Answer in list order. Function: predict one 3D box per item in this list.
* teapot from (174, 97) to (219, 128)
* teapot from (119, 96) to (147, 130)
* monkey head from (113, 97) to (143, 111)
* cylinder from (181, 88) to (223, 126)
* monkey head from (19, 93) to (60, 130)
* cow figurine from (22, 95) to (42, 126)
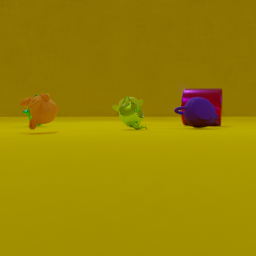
[{"bbox_3d":[2.104,-0.390,8.262,1.524,0.947,0.746,12,-27,-9],"label":"teapot"},{"bbox_3d":[0.147,-0.360,7.654,0.579,1.182,0.735,-37,-25,25],"label":"teapot"},{"bbox_3d":[0.090,-0.865,12.846,1.489,1.071,0.897,-13,24,-9],"label":"monkey head"},{"bbox_3d":[2.762,-0.771,10.399,1.381,1.381,1.381,2,3,19],"label":"cylinder"},{"bbox_3d":[-1.997,-0.404,6.270,0.773,0.647,1.074,-1,29,23],"label":"monkey head"},{"bbox_3d":[-3.298,-0.535,10.063,0.771,1.405,1.383,17,-45,-29],"label":"cow figurine"}]
